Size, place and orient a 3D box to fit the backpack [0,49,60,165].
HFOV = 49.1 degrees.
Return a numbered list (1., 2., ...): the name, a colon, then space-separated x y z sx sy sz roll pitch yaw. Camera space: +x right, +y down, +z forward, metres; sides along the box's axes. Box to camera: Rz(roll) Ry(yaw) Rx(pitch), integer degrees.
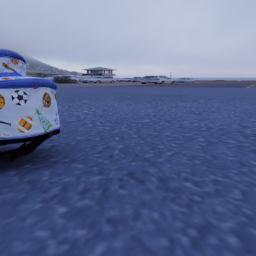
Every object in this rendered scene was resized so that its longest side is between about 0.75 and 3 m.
1. backpack: -2.334 -0.349 4.764 2.298 1.858 2.412 0 9 -12
